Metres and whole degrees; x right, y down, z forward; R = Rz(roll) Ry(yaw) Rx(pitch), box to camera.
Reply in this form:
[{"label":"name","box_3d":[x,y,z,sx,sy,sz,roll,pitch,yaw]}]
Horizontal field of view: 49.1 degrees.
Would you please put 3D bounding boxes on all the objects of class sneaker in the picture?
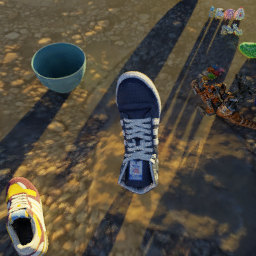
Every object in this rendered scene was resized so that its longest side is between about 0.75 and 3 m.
[{"label":"sneaker","box_3d":[5.025,-2.970,10.289,1.815,0.759,0.672,8,56,6]},{"label":"sneaker","box_3d":[0.226,0.288,6.511,1.027,2.931,1.590,0,40,11]},{"label":"sneaker","box_3d":[-2.483,1.978,6.669,0.818,0.984,2.183,-23,58,-15]}]

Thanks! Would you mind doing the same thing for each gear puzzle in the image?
[{"label":"gear puzzle","box_3d":[2.941,-1.963,9.962,1.029,0.135,0.533,-35,62,-22]}]

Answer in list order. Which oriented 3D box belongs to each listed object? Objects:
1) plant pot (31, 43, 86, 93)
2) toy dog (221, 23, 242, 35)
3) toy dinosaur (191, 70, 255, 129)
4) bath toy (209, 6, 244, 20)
[{"label":"plant pot","box_3d":[-2.178,-1.821,9.250,1.683,1.134,1.683,0,55,0]},{"label":"toy dog","box_3d":[4.145,-3.982,11.210,0.864,0.416,0.570,-4,55,-3]},{"label":"toy dinosaur","box_3d":[3.104,-0.866,8.668,2.354,1.598,1.203,37,16,-13]},{"label":"bath toy","box_3d":[4.169,-4.827,11.741,1.441,0.532,0.626,4,55,2]}]
